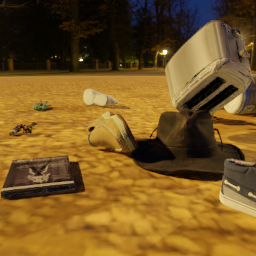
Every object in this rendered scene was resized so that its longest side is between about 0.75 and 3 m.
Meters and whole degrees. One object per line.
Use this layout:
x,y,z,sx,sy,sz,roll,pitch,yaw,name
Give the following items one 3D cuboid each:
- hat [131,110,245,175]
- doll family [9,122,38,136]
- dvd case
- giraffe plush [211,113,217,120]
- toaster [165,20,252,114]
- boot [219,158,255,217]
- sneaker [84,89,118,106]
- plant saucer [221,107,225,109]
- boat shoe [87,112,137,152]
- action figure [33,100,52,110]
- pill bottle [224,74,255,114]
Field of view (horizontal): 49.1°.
1.272,0.111,5.982,2.603,1.050,2.603,1,13,0,hat
-2.983,0.024,7.978,0.852,0.334,0.493,-3,18,0,doll family
-1.556,0.809,4.959,1.093,0.117,1.471,-4,13,-15,dvd case
2.707,-0.637,9.942,0.974,1.037,1.201,5,-28,-27,giraffe plush
2.020,-1.405,7.521,1.470,1.671,2.587,24,-43,-27,toaster
1.877,0.845,3.604,1.429,0.646,0.520,11,17,40,boot
-1.342,-1.378,13.575,0.912,0.776,2.062,4,13,-45,sneaker
4.382,-1.195,12.952,1.905,0.483,1.905,0,12,0,plant saucer
-0.496,0.190,6.529,0.906,0.853,2.380,-24,11,-10,boat shoe
-3.903,-0.992,12.443,0.774,0.358,1.310,2,16,-5,action figure
5.432,-1.406,11.335,2.805,1.596,1.596,-3,13,-9,pill bottle
